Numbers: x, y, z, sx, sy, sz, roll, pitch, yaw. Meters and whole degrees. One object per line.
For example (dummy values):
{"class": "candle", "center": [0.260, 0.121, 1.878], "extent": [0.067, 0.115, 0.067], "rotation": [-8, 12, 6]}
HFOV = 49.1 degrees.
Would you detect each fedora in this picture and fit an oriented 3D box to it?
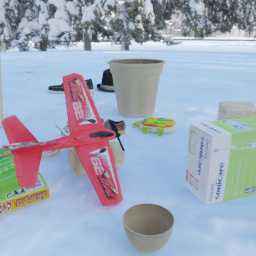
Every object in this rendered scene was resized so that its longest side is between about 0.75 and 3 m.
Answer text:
{"class": "fedora", "center": [-0.549, -2.885, 16.373], "extent": [2.638, 1.205, 2.638], "rotation": [0, 20, 0]}

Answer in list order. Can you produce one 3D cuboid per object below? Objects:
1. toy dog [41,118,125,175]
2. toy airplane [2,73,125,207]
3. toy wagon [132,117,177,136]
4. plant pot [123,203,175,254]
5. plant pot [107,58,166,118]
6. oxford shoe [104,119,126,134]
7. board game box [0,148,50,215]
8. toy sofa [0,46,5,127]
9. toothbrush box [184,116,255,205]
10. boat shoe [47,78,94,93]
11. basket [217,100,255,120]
{"class": "toy dog", "center": [-1.239, 0.199, 7.457], "extent": [2.692, 1.297, 1.775], "rotation": [16, 24, 37]}
{"class": "toy airplane", "center": [-1.128, 0.308, 5.494], "extent": [0.541, 2.944, 2.944], "rotation": [-28, 0, 37]}
{"class": "toy wagon", "center": [0.878, -0.109, 9.839], "extent": [1.557, 0.308, 1.208], "rotation": [8, 21, 22]}
{"class": "plant pot", "center": [0.317, 1.660, 4.461], "extent": [0.809, 0.543, 0.809], "rotation": [1, 19, 0]}
{"class": "plant pot", "center": [0.325, -1.646, 11.435], "extent": [2.347, 2.148, 2.347], "rotation": [0, 19, 0]}
{"class": "oxford shoe", "center": [-0.758, -0.072, 9.443], "extent": [1.368, 0.499, 0.488], "rotation": [-1, 19, -3]}
{"class": "board game box", "center": [-2.802, 1.043, 6.431], "extent": [1.297, 0.407, 2.715], "rotation": [-14, 26, -27]}
{"class": "toy sofa", "center": [-5.089, -1.398, 9.547], "extent": [1.228, 2.966, 1.447], "rotation": [9, 15, 24]}
{"class": "toothbrush box", "center": [2.347, 0.616, 5.999], "extent": [2.049, 1.492, 0.882], "rotation": [-7, 21, -19]}
{"class": "boat shoe", "center": [-3.187, -2.420, 15.571], "extent": [2.581, 0.856, 0.965], "rotation": [1, 19, 2]}
{"class": "basket", "center": [3.546, -0.280, 9.193], "extent": [1.088, 1.078, 0.875], "rotation": [2, 22, 7]}
